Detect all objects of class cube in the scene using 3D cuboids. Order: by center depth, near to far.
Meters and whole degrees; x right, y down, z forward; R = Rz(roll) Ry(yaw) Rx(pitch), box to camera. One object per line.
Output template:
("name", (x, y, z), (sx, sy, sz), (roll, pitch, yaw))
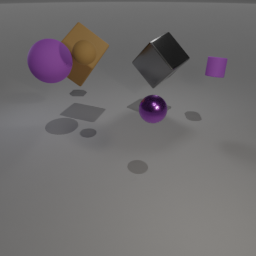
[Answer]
("cube", (-1.809, -2.714, 10.453), (1.400, 1.400, 1.400), (35, 57, -12))
("cube", (1.323, -2.732, 11.328), (1.400, 1.400, 1.400), (51, 51, 0))

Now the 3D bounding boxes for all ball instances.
("ball", (0.608, -0.458, 6.811), (0.700, 0.700, 0.700), (0, 28, 0))
("ball", (-1.243, -2.161, 8.020), (0.700, 0.700, 0.700), (0, 28, 0))
("ball", (-2.504, -2.148, 9.023), (1.400, 1.400, 1.400), (0, 28, 0))

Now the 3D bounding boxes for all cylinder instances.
("cylinder", (3.267, -2.264, 10.390), (0.700, 0.700, 0.700), (6, 16, -2))
